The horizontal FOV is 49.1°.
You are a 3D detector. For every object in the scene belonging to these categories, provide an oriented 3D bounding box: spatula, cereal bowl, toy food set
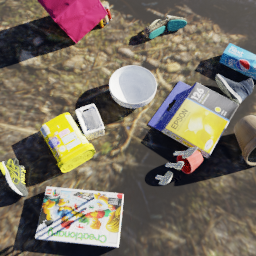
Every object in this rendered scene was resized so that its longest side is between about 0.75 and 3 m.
[{"bbox_3d":[1.217,1.046,7.776,0.151,1.876,1.304,39,81,-1],"label":"spatula"},{"bbox_3d":[0.197,-1.610,11.648,1.944,0.810,1.944,0,64,0],"label":"cereal bowl"},{"bbox_3d":[-1.176,-5.580,13.910,0.634,0.598,1.329,-11,45,10],"label":"toy food set"}]

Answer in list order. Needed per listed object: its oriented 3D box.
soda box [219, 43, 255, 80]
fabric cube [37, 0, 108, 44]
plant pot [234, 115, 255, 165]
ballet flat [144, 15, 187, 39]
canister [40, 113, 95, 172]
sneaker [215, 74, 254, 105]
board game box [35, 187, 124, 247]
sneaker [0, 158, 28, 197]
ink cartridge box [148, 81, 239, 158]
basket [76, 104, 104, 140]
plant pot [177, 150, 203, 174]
[{"bbox_3d":[5.194,-2.883,12.374,2.072,0.665,0.703,31,67,15],"label":"soda box"},{"bbox_3d":[-2.550,-5.572,12.626,2.060,2.067,2.027,-40,70,6],"label":"fabric cube"},{"bbox_3d":[4.738,0.326,10.374,1.639,1.639,1.422,-15,49,-8],"label":"plant pot"},{"bbox_3d":[1.733,-4.953,13.417,2.151,0.730,0.810,-22,61,-7],"label":"ballet flat"},{"bbox_3d":[-2.319,0.496,10.586,1.418,0.826,1.909,-30,66,-14],"label":"canister"},{"bbox_3d":[4.545,-1.890,11.851,1.126,0.593,1.559,-38,78,-6],"label":"sneaker"},{"bbox_3d":[-1.583,2.996,9.501,2.720,0.471,1.717,4,64,2],"label":"board game box"},{"bbox_3d":[-3.990,1.718,10.070,0.711,0.626,1.680,-36,69,-16],"label":"sneaker"},{"bbox_3d":[2.640,-0.551,11.247,2.686,0.631,2.654,32,68,13],"label":"ink cartridge box"},{"bbox_3d":[-1.467,-0.200,10.979,0.807,0.735,1.191,-20,64,-10],"label":"basket"},{"bbox_3d":[2.315,1.195,10.298,0.700,0.791,0.791,-23,65,-24],"label":"plant pot"}]
